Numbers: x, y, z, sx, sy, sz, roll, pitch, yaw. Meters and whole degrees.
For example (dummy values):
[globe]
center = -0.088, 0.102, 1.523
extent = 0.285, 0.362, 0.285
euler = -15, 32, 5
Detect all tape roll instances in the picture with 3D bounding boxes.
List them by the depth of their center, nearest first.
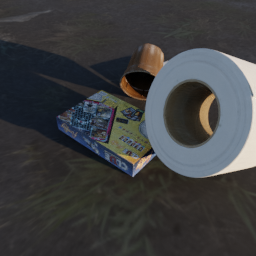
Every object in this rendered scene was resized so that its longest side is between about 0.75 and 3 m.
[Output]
[tape roll]
center = 1.900, -0.296, 6.258
extent = 1.809, 2.635, 2.635
euler = 0, 32, -41

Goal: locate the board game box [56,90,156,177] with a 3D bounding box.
[board game box]
center = -0.366, -0.006, 7.912
extent = 2.794, 0.483, 1.893
euler = 29, 47, 28

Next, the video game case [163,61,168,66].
[video game case]
center = 1.598, -1.709, 10.089
extent = 2.027, 0.245, 2.224
euler = -21, 47, -24

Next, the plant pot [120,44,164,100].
[plant pot]
center = 0.575, -1.889, 9.173
extent = 1.417, 1.417, 1.403
euler = 8, 60, 9
